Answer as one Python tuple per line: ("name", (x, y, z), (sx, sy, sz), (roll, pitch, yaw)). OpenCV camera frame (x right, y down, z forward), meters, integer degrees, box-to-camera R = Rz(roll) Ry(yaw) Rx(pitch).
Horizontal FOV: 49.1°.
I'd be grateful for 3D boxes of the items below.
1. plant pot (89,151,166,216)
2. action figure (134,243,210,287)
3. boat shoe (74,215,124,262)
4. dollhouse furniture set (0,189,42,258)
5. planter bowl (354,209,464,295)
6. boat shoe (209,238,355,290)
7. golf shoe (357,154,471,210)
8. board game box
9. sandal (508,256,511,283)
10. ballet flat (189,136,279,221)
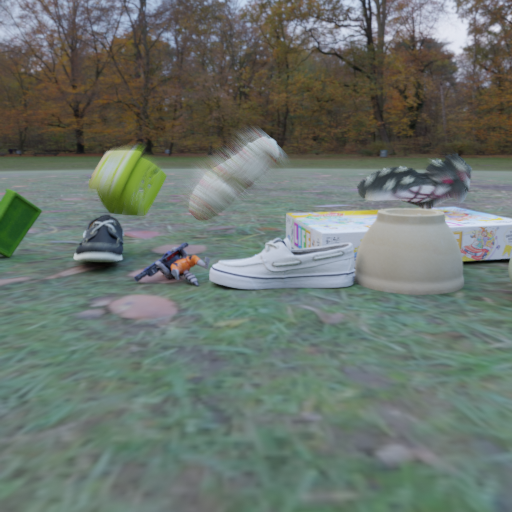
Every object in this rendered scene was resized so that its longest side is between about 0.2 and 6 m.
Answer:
("plant pot", (-2.392, -1.379, 10.205), (0.970, 0.965, 0.880), (5, -30, 33))
("action figure", (-1.273, 0.246, 8.480), (1.028, 0.538, 0.994), (-35, 19, -23))
("boat shoe", (-2.739, -0.306, 9.847), (0.822, 0.774, 2.290), (2, 8, -11))
("dollhouse furniture set", (-5.554, -0.898, 10.868), (2.850, 1.100, 1.424), (15, -19, 35))
("planter bowl", (2.287, -0.142, 8.414), (1.624, 1.093, 1.624), (-1, 11, 0))
("boat shoe", (0.387, 0.087, 8.215), (2.140, 0.703, 0.770), (1, 11, 3))
("golf shoe", (3.172, -1.302, 11.225), (2.210, 0.973, 0.853), (-9, 36, 10))
("board game box", (2.687, -0.412, 10.636), (3.782, 0.647, 2.543), (-3, 12, -10))
("sandal", (4.125, 0.029, 8.056), (2.662, 1.057, 0.760), (-22, -20, -42))
("ballet flat", (-0.540, -1.731, 12.429), (2.520, 0.953, 0.806), (-43, 11, 5))
